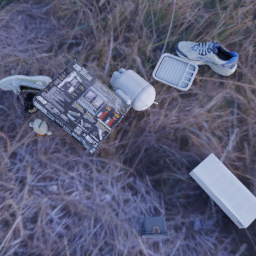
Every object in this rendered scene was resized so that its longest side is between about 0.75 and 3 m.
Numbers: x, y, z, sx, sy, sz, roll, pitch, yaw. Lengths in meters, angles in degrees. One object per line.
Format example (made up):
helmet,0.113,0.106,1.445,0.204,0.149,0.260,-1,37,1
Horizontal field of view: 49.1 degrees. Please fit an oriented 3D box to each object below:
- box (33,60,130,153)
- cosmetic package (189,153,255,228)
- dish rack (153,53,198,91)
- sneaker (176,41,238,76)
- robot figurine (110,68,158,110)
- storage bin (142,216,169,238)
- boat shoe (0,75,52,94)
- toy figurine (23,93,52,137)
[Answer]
box,-1.671,-0.828,10.421,2.841,0.707,2.240,39,65,-4
cosmetic package,3.590,2.282,10.316,1.076,0.660,2.608,-38,74,-13
dish rack,2.047,-2.404,12.239,1.702,0.371,1.461,24,72,9
sneaker,3.464,-3.329,12.146,2.798,1.192,1.078,20,71,8
robot figurine,0.254,-1.542,11.475,2.096,1.184,1.778,41,50,14
storage bin,0.945,3.493,9.917,0.935,0.680,0.628,-4,59,-1
boat shoe,-4.290,-1.760,11.777,2.153,0.794,0.691,-3,76,-14
toy figurine,-3.083,-0.613,11.060,1.831,1.274,1.803,-21,78,-20
